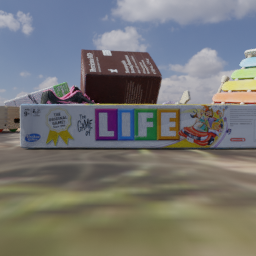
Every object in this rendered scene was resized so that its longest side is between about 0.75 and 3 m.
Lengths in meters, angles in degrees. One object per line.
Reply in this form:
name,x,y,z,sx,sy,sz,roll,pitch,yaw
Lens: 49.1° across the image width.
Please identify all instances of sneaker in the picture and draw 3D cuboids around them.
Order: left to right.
sneaker,-1.272,-0.581,8.024,2.631,1.255,1.039,1,-1,-31

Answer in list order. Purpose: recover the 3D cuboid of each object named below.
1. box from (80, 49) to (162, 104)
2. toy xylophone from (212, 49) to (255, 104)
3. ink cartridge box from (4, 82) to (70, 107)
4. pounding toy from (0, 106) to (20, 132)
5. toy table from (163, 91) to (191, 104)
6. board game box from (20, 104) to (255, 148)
box,-0.365,-1.345,9.497,2.396,1.967,1.988,-1,37,-13
toy xylophone,2.936,-0.969,7.541,0.646,2.569,1.881,41,-23,-29
ink cartridge box,-3.030,-0.800,9.952,2.172,0.913,1.580,-20,5,-9
pounding toy,-2.946,-0.187,5.881,1.198,0.548,1.053,0,2,9
toy table,2.509,-0.796,13.056,1.819,1.672,1.065,-4,-13,-40
board game box,0.212,-0.039,3.142,2.285,0.391,1.536,0,2,-1
